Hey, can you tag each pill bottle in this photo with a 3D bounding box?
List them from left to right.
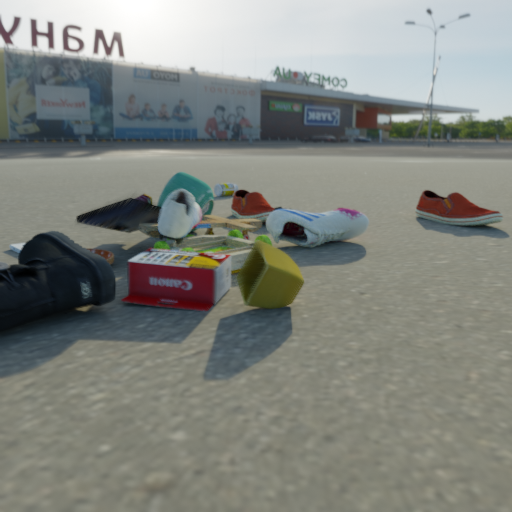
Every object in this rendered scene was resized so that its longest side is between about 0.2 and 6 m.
[{"bbox_3d":[-1.129,-2.518,21.299,0.889,0.486,0.486,-10,16,-39],"label":"pill bottle"}]

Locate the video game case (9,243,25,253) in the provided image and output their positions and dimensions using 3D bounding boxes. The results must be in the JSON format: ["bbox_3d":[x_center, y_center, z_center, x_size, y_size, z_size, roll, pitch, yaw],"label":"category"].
[{"bbox_3d":[-4.630,-0.189,12.034,0.998,0.118,0.909,-11,17,-41],"label":"video game case"}]

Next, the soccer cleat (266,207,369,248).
[{"bbox_3d":[1.411,-0.533,12.440,2.399,0.838,1.036,1,36,-10],"label":"soccer cleat"}]

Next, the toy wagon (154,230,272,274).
[{"bbox_3d":[-1.010,-0.143,11.021,1.963,0.501,2.530,-11,16,-40],"label":"toy wagon"}]

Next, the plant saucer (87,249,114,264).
[{"bbox_3d":[-3.419,0.124,10.429,1.503,0.243,1.503,1,12,0],"label":"plant saucer"}]

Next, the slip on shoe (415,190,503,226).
[{"bbox_3d":[5.478,-1.307,15.338,1.000,0.826,2.699,-5,16,-29],"label":"slip on shoe"}]

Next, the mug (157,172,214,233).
[{"bbox_3d":[-1.732,-1.139,13.862,1.018,1.646,1.352,26,1,13],"label":"mug"}]

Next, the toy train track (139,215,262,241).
[{"bbox_3d":[-1.144,-0.516,12.288,2.988,0.486,1.714,-5,15,-39],"label":"toy train track"}]

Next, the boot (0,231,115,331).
[{"bbox_3d":[-3.842,0.477,7.616,2.991,0.982,2.466,-19,19,-41],"label":"boot"}]

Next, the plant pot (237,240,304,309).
[{"bbox_3d":[0.250,0.339,8.214,0.756,0.739,0.734,18,27,-23],"label":"plant pot"}]

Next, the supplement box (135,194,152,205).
[{"bbox_3d":[-2.879,-1.185,13.660,0.294,0.378,0.686,28,44,32],"label":"supplement box"}]

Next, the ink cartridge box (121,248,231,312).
[{"bbox_3d":[-1.209,0.339,8.621,1.407,0.590,1.235,5,15,11],"label":"ink cartridge box"}]

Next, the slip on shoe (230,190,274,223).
[{"bbox_3d":[-0.060,-1.390,15.777,0.955,0.789,2.577,-3,15,-22],"label":"slip on shoe"}]

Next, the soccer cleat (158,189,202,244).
[{"bbox_3d":[-1.435,-0.966,11.216,0.743,0.919,2.129,15,21,-4],"label":"soccer cleat"}]

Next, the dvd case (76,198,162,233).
[{"bbox_3d":[-2.667,-0.822,11.799,1.318,0.162,1.848,-16,-10,19],"label":"dvd case"}]
